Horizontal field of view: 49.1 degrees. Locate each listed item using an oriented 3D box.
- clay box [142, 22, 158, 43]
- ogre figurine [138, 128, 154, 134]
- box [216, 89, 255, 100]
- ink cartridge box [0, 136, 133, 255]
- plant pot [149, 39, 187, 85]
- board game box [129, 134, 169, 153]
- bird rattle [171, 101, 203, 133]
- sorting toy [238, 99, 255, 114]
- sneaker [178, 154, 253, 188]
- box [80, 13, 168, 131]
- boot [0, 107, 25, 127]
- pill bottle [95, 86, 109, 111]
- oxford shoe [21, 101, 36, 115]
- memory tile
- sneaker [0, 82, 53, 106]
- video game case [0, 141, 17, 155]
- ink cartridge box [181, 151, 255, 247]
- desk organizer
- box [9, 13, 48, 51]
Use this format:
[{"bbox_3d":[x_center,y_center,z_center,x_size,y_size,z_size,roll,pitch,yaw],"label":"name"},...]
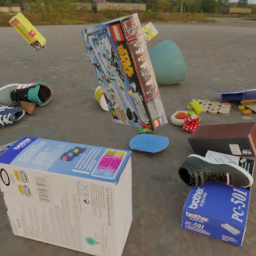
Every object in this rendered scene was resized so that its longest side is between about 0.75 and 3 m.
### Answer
[{"bbox_3d":[0.532,-2.934,8.877,0.772,0.444,0.184,-38,4,0],"label":"clay box"},{"bbox_3d":[0.780,-0.055,10.476,0.515,0.421,0.859,3,11,34],"label":"ogre figurine"},{"bbox_3d":[5.589,-1.555,12.999,2.714,0.440,1.644,-6,7,-15],"label":"box"},{"bbox_3d":[-1.420,1.334,5.753,2.892,1.973,1.104,6,28,13],"label":"ink cartridge box"},{"bbox_3d":[1.857,-3.380,15.456,1.656,2.459,2.459,-27,32,-10],"label":"plant pot"},{"bbox_3d":[0.703,0.591,9.344,1.317,0.256,1.041,7,31,27],"label":"board game box"},{"bbox_3d":[2.300,-0.323,10.974,1.268,0.876,1.555,1,36,29],"label":"bird rattle"},{"bbox_3d":[5.639,-0.901,12.484,1.713,0.229,1.276,-8,31,-15],"label":"sorting toy"},{"bbox_3d":[1.917,1.147,6.473,1.687,0.596,0.836,15,33,42],"label":"sneaker"},{"bbox_3d":[-0.107,-1.237,6.662,0.506,2.536,1.736,-32,27,-28],"label":"box"},{"bbox_3d":[-4.871,-0.364,10.701,0.918,0.739,2.032,1,25,14],"label":"boot"},{"bbox_3d":[-1.009,-1.421,12.772,0.864,0.864,1.555,-8,26,-17],"label":"pill bottle"},{"bbox_3d":[-4.350,-0.866,12.093,0.539,0.538,1.511,9,4,-26],"label":"oxford shoe"},{"bbox_3d":[3.671,-0.969,12.656,1.820,0.153,1.395,12,28,22],"label":"memory tile"},{"bbox_3d":[-4.556,-1.469,12.657,2.644,1.106,1.597,-18,20,-35],"label":"sneaker"},{"bbox_3d":[-3.911,0.981,8.596,1.382,0.169,1.933,23,34,40],"label":"video game case"},{"bbox_3d":[2.322,1.541,6.927,1.290,0.607,2.745,11,28,23],"label":"ink cartridge box"},{"bbox_3d":[2.861,0.341,8.348,1.963,0.704,0.756,-4,31,48],"label":"desk organizer"},{"bbox_3d":[-3.720,-3.583,10.521,0.531,1.411,0.354,-9,47,36],"label":"box"}]
